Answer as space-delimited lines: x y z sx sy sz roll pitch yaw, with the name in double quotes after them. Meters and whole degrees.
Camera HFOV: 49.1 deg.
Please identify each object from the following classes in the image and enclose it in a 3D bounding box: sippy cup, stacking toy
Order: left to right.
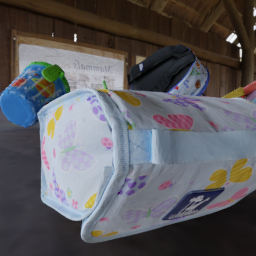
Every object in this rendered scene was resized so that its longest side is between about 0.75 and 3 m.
-3.276 -1.051 9.654 2.009 2.559 1.875 16 37 11 "sippy cup"
4.233 -0.727 10.663 2.815 1.189 2.548 -25 -10 -24 "stacking toy"

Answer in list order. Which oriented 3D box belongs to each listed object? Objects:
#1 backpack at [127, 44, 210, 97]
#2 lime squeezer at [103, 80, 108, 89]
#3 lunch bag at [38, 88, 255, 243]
1.396 -1.345 8.916 1.911 2.363 2.481 29 27 -33 "backpack"
-0.065 -0.670 9.897 2.865 1.012 0.540 35 -12 14 "lime squeezer"
0.134 0.196 1.951 1.264 0.948 1.491 -1 -5 -31 "lunch bag"
